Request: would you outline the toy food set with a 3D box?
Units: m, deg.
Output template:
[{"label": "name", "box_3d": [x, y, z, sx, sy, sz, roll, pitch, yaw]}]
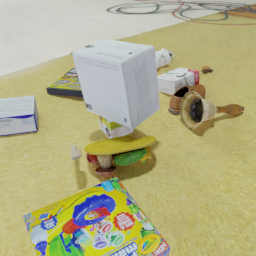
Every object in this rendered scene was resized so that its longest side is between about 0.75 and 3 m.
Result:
[{"label": "toy food set", "box_3d": [-0.438, 0.918, 9.016, 2.853, 0.932, 1.678, -10, 12, -17]}]

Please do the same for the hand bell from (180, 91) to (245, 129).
[{"label": "hand bell", "box_3d": [3.620, -0.728, 11.300, 2.768, 1.441, 1.441, -3, 33, -27]}]

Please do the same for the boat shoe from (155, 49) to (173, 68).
[{"label": "boat shoe", "box_3d": [2.046, -3.994, 15.977, 0.814, 0.832, 2.349, 13, 36, 19]}]

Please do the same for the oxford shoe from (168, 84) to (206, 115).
[{"label": "oxford shoe", "box_3d": [2.736, -1.502, 12.337, 0.940, 0.939, 2.634, 23, 39, 31]}]

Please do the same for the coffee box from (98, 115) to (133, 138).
[{"label": "coffee box", "box_3d": [-0.462, -0.289, 10.526, 0.974, 0.964, 0.973, -21, 41, -24]}]

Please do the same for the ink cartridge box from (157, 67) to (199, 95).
[{"label": "ink cartridge box", "box_3d": [2.379, -2.270, 13.425, 1.744, 0.723, 1.280, -27, 33, -33]}]

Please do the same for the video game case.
[{"label": "video game case", "box_3d": [-2.074, -2.234, 13.659, 2.847, 0.363, 2.573, 8, 35, 19]}]

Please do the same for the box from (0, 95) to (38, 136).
[{"label": "box", "box_3d": [-4.341, -0.522, 10.988, 1.438, 0.821, 1.564, -8, 35, -12]}]

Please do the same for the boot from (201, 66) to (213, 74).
[{"label": "boot", "box_3d": [4.211, -3.237, 15.354, 0.776, 0.298, 0.603, -14, 37, -19]}]

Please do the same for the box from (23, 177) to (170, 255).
[{"label": "box", "box_3d": [-0.704, 2.603, 6.010, 2.292, 1.398, 2.208, -19, 40, -25]}]

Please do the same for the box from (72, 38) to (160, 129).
[{"label": "box", "box_3d": [-0.346, -1.536, 9.284, 2.295, 2.307, 1.508, 22, 46, 38]}]
